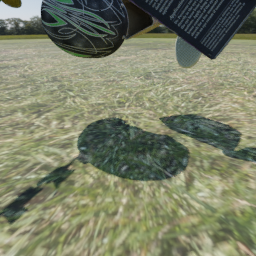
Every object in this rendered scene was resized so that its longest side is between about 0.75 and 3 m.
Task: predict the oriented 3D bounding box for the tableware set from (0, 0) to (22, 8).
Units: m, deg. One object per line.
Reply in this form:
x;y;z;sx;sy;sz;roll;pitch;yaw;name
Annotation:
-3.191;-3.897;7.282;0.367;1.612;2.392;-30;10;31;tableware set

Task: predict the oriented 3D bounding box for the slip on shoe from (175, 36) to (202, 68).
1.753;-2.534;7.540;0.793;2.142;0.655;4;-18;20;slip on shoe

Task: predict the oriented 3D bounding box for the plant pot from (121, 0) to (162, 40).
0.612;-3.985;9.513;1.304;1.472;1.473;-21;7;-40;plant pot

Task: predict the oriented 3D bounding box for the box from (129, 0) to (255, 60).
0.784;-2.102;4.337;2.000;1.043;1.480;35;21;-3;box

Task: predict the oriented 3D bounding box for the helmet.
-1.294;-3.227;8.282;2.471;2.471;2.356;-7;30;-16;helmet
